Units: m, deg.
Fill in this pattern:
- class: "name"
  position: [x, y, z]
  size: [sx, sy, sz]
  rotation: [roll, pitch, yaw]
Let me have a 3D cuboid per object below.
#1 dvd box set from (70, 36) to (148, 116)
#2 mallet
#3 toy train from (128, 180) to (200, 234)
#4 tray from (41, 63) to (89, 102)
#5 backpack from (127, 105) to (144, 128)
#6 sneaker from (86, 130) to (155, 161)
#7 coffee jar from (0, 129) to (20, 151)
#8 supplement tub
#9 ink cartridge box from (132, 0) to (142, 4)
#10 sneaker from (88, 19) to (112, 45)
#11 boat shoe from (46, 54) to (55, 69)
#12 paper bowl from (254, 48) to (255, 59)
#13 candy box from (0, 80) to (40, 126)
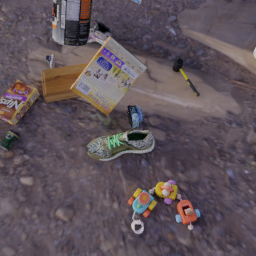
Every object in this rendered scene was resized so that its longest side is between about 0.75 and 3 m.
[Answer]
- class: "dvd box set"
  position: [-0.611, -1.604, 8.893]
  size: [1.514, 0.304, 2.069]
  rotation: [35, 106, -19]
- class: "mallet"
  position: [2.488, -2.087, 12.008]
  size: [0.381, 0.609, 1.850]
  rotation: [-25, 80, -15]
- class: "toy train"
  position: [1.175, 2.617, 9.325]
  size: [2.315, 0.644, 1.739]
  rotation: [-10, 63, -6]
- class: "tray"
  position: [-2.173, -2.008, 11.831]
  size: [2.762, 0.511, 1.362]
  rotation: [-11, 63, -5]
- class: "backpack"
  position: [0.303, -0.437, 10.889]
  size: [0.571, 0.711, 0.777]
  rotation: [-9, 67, -5]
- class: "sneaker"
  position: [-0.259, 0.442, 10.170]
  size: [2.598, 1.151, 0.999]
  rotation: [-11, 63, -6]
- class: "coffee jar"
  position: [-4.489, 0.442, 10.633]
  size: [0.412, 0.337, 0.791]
  rotation: [24, 66, 13]
- class: "supplement tub"
  position: [-1.930, -4.070, 9.713]
  size: [1.324, 2.161, 1.324]
  rotation: [8, 32, -5]
- class: "ink cartridge box"
  position: [-0.247, -5.320, 9.629]
  size: [1.973, 1.235, 1.268]
  rotation: [24, 22, -5]
- class: "sneaker"
  position: [-1.518, -4.447, 12.702]
  size: [1.718, 1.202, 0.668]
  rotation: [11, 63, 6]
- class: "boat shoe"
  position: [-3.482, -2.939, 12.469]
  size: [0.363, 0.292, 0.783]
  rotation: [-6, 57, 8]
- class: "paper bowl"
  position: [6.176, -3.195, 12.317]
  size: [1.270, 0.661, 1.270]
  rotation: [2, 59, -4]
- class: "candy box"
  position: [-4.523, -1.039, 11.333]
  size: [1.001, 0.484, 1.715]
  rotation: [25, 67, 12]
